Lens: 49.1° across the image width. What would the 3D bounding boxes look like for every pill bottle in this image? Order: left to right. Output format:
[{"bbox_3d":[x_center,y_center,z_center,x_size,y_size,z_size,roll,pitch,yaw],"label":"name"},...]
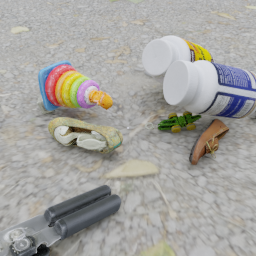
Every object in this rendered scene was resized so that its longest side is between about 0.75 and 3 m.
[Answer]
[{"bbox_3d":[1.663,-2.133,9.187,1.491,1.491,2.730,32,23,33],"label":"pill bottle"},{"bbox_3d":[2.280,-1.049,7.617,2.456,1.421,1.421,6,35,-26],"label":"pill bottle"}]

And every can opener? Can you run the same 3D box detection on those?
[{"bbox_3d":[-1.335,1.987,5.536,2.695,0.901,0.719,-14,39,-42],"label":"can opener"}]

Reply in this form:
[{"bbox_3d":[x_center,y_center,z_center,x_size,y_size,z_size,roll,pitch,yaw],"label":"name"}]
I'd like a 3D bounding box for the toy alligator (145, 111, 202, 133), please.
[{"bbox_3d":[1.341,-0.124,8.371,1.710,0.411,0.567,-8,61,0],"label":"toy alligator"}]

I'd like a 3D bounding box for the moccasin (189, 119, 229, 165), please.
[{"bbox_3d":[2.158,0.418,7.384,0.635,0.602,1.646,33,49,21],"label":"moccasin"}]

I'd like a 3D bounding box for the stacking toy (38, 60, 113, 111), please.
[{"bbox_3d":[-1.340,-1.036,8.127,2.397,1.391,1.315,20,39,34],"label":"stacking toy"}]

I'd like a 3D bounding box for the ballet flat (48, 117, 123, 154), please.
[{"bbox_3d":[-1.308,0.220,7.465,2.351,0.831,0.831,8,40,20],"label":"ballet flat"}]

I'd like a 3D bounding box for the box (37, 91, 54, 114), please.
[{"bbox_3d":[-2.690,-1.030,9.350,0.413,0.496,1.208,-15,39,3],"label":"box"}]
